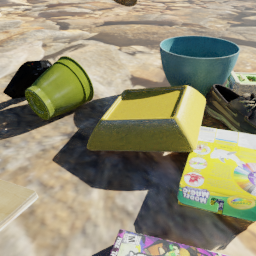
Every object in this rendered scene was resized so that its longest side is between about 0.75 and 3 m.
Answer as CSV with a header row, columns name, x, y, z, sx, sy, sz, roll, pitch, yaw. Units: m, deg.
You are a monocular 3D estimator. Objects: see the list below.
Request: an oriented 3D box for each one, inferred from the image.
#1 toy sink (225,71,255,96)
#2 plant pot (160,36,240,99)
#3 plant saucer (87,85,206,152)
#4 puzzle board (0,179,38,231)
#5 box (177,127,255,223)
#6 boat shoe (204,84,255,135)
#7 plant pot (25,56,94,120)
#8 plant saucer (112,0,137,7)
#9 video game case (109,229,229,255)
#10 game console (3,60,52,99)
name,x,y,z,sx,sy,sz,roll,pitch,yaw
toy sink,3.451,-1.205,8.557,1.446,0.810,0.942,3,33,4
plant pot,2.128,-1.801,8.767,2.333,1.571,2.333,0,32,0
plant saucer,0.515,-0.394,7.012,2.575,0.624,2.575,-1,30,21
puzzle board,-3.234,1.479,4.464,2.994,0.261,2.256,6,32,32
box,1.863,0.875,5.567,1.408,0.580,2.399,10,32,19
boat shoe,2.967,-0.454,7.327,0.905,0.891,2.431,-22,39,-30
plant pot,-2.001,-1.003,7.870,1.512,1.512,1.456,25,52,33
plant saucer,-0.423,-3.985,7.398,1.814,1.814,0.321,32,87,39
video game case,0.440,2.352,3.517,1.795,0.355,1.980,9,34,14
game console,-2.582,-1.592,8.932,0.309,1.510,2.560,56,33,7
